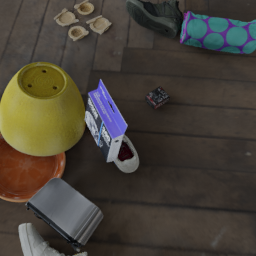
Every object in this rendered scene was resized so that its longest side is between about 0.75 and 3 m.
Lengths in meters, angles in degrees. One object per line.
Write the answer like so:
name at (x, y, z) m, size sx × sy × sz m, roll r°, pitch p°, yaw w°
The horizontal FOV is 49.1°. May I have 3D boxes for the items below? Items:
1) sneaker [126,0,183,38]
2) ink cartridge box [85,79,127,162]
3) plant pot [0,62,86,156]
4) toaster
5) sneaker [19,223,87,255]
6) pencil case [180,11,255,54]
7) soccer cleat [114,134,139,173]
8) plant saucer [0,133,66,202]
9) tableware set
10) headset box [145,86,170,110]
sneaker at (1.153, -4.697, 11.303) m, size 2.427 × 0.928 × 1.390 m, roll 30°, pitch 66°, yaw 10°
ink cartridge box at (-0.663, -0.157, 7.579) m, size 0.363 × 1.672 × 1.656 m, roll -16°, pitch 59°, yaw -25°
plant pot at (-2.556, -0.799, 8.457) m, size 2.746 × 1.949 × 2.746 m, roll 7°, pitch 57°, yaw -11°
toaster at (-1.566, 2.312, 7.462) m, size 1.845 × 1.669 × 1.095 m, roll 33°, pitch 69°, yaw 15°
sneaker at (-1.828, 3.454, 7.407) m, size 1.440 × 0.918 × 2.493 m, roll -25°, pitch 76°, yaw -13°
pencil case at (3.462, -3.621, 10.597) m, size 2.850 × 1.213 × 1.317 m, roll 11°, pitch 68°, yaw 6°
soccer cleat at (-0.467, 0.218, 8.789) m, size 0.901 × 1.114 × 2.580 m, roll -32°, pitch 68°, yaw -15°
plant saucer at (-3.158, 1.067, 8.589) m, size 2.434 × 0.393 × 2.434 m, roll 5°, pitch 61°, yaw -9°
tableware set at (-1.877, -4.410, 11.510) m, size 1.781 × 0.247 × 2.132 m, roll -34°, pitch 69°, yaw -15°
headset box at (1.001, -1.042, 9.857) m, size 0.752 × 0.290 × 0.560 m, roll -33°, pitch 69°, yaw -14°
